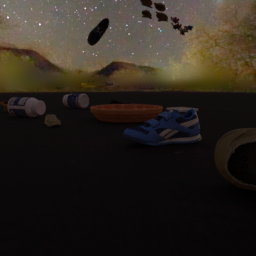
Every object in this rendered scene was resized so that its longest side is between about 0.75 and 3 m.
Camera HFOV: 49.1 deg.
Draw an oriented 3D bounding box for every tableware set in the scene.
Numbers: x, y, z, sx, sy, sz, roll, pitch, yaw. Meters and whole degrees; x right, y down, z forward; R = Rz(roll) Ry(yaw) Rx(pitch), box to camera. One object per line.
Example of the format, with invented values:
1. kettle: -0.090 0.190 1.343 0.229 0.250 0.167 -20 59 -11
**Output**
1. tableware set: 0.907 -4.129 9.821 0.997 0.139 1.194 20 -10 15

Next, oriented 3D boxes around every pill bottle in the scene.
1. pill bottle: -2.871 -1.490 15.325 1.373 0.794 0.794 6 10 34
2. pill bottle: -4.048 -0.836 11.251 1.400 0.778 0.778 4 10 23

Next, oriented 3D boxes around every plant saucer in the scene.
1. plant saucer: -0.059 -0.575 10.492 2.687 0.503 2.687 -1 8 0

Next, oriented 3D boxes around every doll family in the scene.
1. doll family: 2.104 -4.108 11.452 1.049 0.473 0.651 27 11 -10

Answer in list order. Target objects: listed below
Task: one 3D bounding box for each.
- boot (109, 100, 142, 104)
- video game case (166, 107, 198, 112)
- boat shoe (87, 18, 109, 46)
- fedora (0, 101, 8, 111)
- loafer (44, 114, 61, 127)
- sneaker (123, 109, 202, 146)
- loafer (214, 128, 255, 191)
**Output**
1. boot: 0.118 -0.962 13.143 1.675 0.580 1.458 13 10 38
2. video game case: 2.673 -0.922 13.848 1.066 0.134 1.171 -5 10 -30
3. boat shoe: -0.995 -3.242 9.398 0.405 1.128 0.381 38 -21 -15
4. fedora: -5.565 -0.990 13.232 0.986 0.402 0.986 11 13 -3
5. loafer: -2.428 -0.253 8.905 0.385 0.348 1.018 -6 11 -35
6. sneaker: 0.758 -0.031 6.202 1.856 0.764 0.686 -5 12 -20
7. loafer: 2.217 0.421 2.920 2.654 1.009 0.895 -7 6 29
